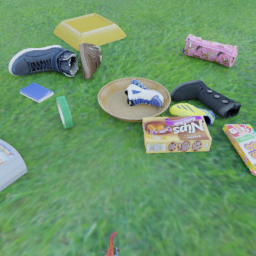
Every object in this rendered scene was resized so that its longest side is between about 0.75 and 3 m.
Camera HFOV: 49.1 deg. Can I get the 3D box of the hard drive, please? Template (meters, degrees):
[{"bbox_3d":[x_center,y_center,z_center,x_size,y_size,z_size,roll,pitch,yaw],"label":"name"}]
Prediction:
[{"bbox_3d":[-3.555,-1.381,10.884,1.110,0.141,0.732,25,47,26],"label":"hard drive"}]

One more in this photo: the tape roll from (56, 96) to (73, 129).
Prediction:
[{"bbox_3d":[-2.084,-0.517,9.194,0.255,1.060,1.060,-17,44,-17],"label":"tape roll"}]

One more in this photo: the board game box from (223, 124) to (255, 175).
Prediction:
[{"bbox_3d":[3.710,0.594,8.431,0.932,0.292,1.950,0,44,-15],"label":"board game box"}]

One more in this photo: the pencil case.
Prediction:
[{"bbox_3d":[3.720,-3.497,12.650,2.386,0.988,1.032,24,41,24],"label":"pencil case"}]

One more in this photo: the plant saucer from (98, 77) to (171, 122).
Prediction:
[{"bbox_3d":[0.222,-0.972,10.169,2.602,0.461,2.602,0,41,0],"label":"plant saucer"}]

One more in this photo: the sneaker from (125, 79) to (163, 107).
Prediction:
[{"bbox_3d":[0.466,-1.056,10.094,1.544,0.624,0.891,34,69,25],"label":"sneaker"}]

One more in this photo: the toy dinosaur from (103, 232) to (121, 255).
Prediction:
[{"bbox_3d":[-0.461,2.785,5.747,0.495,0.943,0.855,-9,8,13],"label":"toy dinosaur"}]

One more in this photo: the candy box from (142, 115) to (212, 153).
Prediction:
[{"bbox_3d":[1.482,0.189,8.780,1.974,0.557,1.151,-3,42,-1],"label":"candy box"}]

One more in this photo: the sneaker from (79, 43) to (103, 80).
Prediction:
[{"bbox_3d":[-1.571,-3.044,12.174,1.010,0.942,2.675,-7,42,-8],"label":"sneaker"}]

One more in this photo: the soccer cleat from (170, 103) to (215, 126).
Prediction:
[{"bbox_3d":[2.166,-0.445,9.550,1.552,0.502,0.649,12,45,13],"label":"soccer cleat"}]

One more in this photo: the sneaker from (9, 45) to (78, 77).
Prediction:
[{"bbox_3d":[-3.358,-2.654,11.658,2.706,1.029,1.956,-31,47,-32],"label":"sneaker"}]

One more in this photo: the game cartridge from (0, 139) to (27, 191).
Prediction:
[{"bbox_3d":[-3.902,0.963,8.055,1.987,0.413,1.323,28,52,28],"label":"game cartridge"}]

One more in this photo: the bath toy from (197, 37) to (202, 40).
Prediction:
[{"bbox_3d":[3.437,-4.218,13.984,0.452,0.384,1.039,-29,20,40],"label":"bath toy"}]

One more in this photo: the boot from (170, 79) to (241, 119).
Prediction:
[{"bbox_3d":[2.758,-0.937,10.064,1.662,0.662,2.016,-26,52,-24],"label":"boot"}]

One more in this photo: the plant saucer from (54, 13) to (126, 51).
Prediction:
[{"bbox_3d":[-2.078,-5.285,14.919,2.973,0.720,2.974,-27,48,-26],"label":"plant saucer"}]
